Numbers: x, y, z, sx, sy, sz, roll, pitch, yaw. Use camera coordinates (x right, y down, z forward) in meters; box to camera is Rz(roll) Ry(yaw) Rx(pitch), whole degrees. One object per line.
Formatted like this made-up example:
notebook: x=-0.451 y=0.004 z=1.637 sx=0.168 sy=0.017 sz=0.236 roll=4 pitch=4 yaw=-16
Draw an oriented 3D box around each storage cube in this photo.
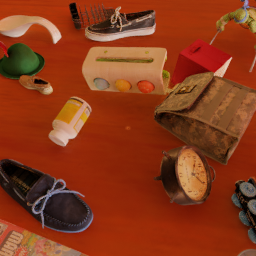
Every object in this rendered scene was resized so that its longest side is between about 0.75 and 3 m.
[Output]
storage cube: x=2.201 y=-1.765 z=8.535 sx=1.193 sy=1.328 sz=1.135 roll=36 pitch=56 yaw=20

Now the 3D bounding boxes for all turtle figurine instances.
turtle figurine: x=4.218 y=-3.472 z=10.326 sx=1.787 sy=2.483 sz=2.408 roll=14 pitch=24 yaw=42

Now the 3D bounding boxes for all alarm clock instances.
alarm clock: x=1.371 y=1.032 z=6.132 sx=1.830 sy=0.609 sz=1.234 roll=6 pitch=70 yaw=-39

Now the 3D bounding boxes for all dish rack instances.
dish rack: x=-1.349 y=-4.744 z=11.710 sx=2.071 sy=0.565 sz=1.589 roll=-10 pitch=50 yaw=-9

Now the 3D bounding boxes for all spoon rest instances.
spoon rest: x=-3.903 y=-3.939 z=10.832 sx=2.596 sy=0.787 sz=1.290 roll=14 pitch=49 yaw=11

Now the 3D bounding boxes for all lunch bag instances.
lunch bag: x=1.999 y=-0.470 z=7.292 sx=2.228 sy=1.310 sz=1.827 roll=28 pitch=54 yaw=22

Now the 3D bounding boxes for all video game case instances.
video game case: x=-1.920 y=2.912 z=4.978 sx=2.733 sy=0.238 sz=1.954 roll=16 pitch=50 yaw=14

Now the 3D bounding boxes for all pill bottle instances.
pill bottle: x=-1.546 y=-0.166 z=7.403 sx=0.695 sy=0.695 sz=1.241 roll=20 pitch=63 yaw=18

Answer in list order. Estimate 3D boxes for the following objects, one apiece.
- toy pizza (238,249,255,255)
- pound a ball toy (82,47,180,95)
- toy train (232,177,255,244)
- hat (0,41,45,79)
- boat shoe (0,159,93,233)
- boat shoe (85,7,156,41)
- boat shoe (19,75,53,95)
toy pizza: x=2.412 y=2.703 z=5.237 sx=0.825 sy=0.131 sz=0.825 roll=-1 pitch=47 yaw=1
pound a ball toy: x=0.218 y=-1.320 z=8.119 sx=2.661 sy=1.735 sz=1.131 roll=7 pitch=61 yaw=19
toy train: x=2.803 y=1.736 z=5.805 sx=0.869 sy=0.659 sz=1.521 roll=0 pitch=45 yaw=-13
hat: x=-3.641 y=-2.690 z=9.069 sx=1.596 sy=1.697 sz=1.927 roll=-31 pitch=55 yaw=-25
boat shoe: x=-1.893 y=1.427 z=5.907 sx=2.439 sy=0.837 sz=1.026 roll=18 pitch=50 yaw=15
boat shoe: x=-0.289 y=-4.047 z=10.782 sx=2.782 sy=0.950 sz=1.027 roll=-5 pitch=48 yaw=-2
boat shoe: x=-2.919 y=-1.460 z=8.826 sx=1.256 sy=0.405 sz=0.447 roll=21 pitch=51 yaw=18
